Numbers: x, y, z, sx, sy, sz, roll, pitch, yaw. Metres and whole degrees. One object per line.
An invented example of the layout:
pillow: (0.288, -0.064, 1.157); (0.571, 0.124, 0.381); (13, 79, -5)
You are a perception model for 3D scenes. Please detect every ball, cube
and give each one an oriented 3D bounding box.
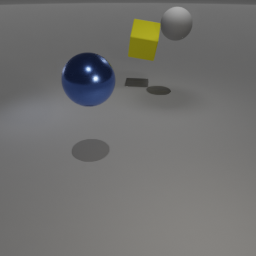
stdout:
ball: (-1.026, -1.254, 7.322); (1.400, 1.400, 1.400); (0, 28, 0)
cube: (0.835, -4.571, 14.579); (1.400, 1.400, 1.400); (10, 58, 0)
ball: (2.136, -4.591, 12.372); (1.400, 1.400, 1.400); (0, 28, 0)
